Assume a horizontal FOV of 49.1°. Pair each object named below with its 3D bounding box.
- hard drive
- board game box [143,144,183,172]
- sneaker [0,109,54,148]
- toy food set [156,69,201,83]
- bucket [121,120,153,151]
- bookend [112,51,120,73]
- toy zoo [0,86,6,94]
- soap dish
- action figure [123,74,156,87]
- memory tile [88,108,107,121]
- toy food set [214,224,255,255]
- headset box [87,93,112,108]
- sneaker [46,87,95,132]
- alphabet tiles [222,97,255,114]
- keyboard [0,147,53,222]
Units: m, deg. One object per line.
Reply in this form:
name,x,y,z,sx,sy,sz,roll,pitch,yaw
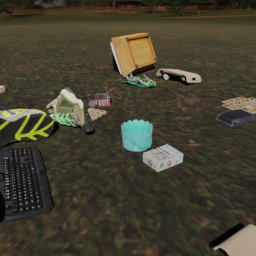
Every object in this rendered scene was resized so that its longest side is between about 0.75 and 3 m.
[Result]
hard drive,3.904,-0.393,10.097,1.219,0.258,0.822,-13,29,-26
board game box,0.944,0.800,7.586,0.885,0.284,0.653,-15,29,-31
sneaker,-3.844,-0.023,8.616,2.918,1.100,1.115,-2,16,-29
toy food set,2.659,-2.664,14.648,1.959,0.592,1.406,24,23,38
bucket,0.269,0.225,8.373,0.985,0.641,0.985,0,26,0
bookend,-0.137,-4.186,16.605,1.489,1.498,0.690,-21,32,-35
toy zoo,-7.258,-1.608,12.614,2.723,0.279,1.787,6,26,11
soap dish,0.434,-4.278,15.962,1.118,2.166,2.753,-9,14,43
action figure,0.687,-2.340,13.894,1.717,0.470,1.014,21,40,35
memory tile,-1.407,-0.513,10.548,0.835,0.091,1.090,14,29,27
toy food set,2.162,2.227,4.611,0.876,0.369,1.221,-16,38,-31
headset box,-1.174,-1.151,11.547,0.995,0.373,0.739,-4,26,-8
sneaker,-2.062,-0.399,9.627,1.267,1.099,2.859,-33,33,-12
alphabet tiles,4.849,-0.948,11.500,1.835,0.058,1.527,-14,29,-26
keyboard,-2.767,1.079,6.698,1.507,0.574,2.895,-10,26,-21
